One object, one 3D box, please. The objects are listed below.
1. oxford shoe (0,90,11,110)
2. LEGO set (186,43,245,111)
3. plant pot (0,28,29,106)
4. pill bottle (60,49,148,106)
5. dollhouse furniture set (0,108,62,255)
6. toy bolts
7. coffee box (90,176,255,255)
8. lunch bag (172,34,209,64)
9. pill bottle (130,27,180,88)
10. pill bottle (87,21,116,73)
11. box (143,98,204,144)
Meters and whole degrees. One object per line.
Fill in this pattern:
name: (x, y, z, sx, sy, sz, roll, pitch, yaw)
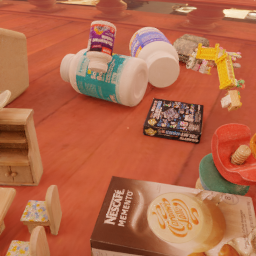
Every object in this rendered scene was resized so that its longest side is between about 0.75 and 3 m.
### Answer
oxford shoe: (-2.743, -0.336, 5.363, 0.457, 0.351, 1.216, 3, 49, 52)
LEGO set: (2.694, -1.589, 7.739, 0.978, 1.208, 2.627, 3, 38, -25)
plant pot: (-5.057, -2.228, 9.462, 2.932, 2.928, 2.596, 21, 30, 27)
pill bottle: (-0.883, -1.822, 9.718, 2.910, 1.612, 1.612, 16, 38, 21)
dollhouse furniture set: (-2.636, 1.093, 5.257, 2.596, 1.839, 2.826, 1, 33, 1)
toy bolts: (2.748, 1.105, 5.621, 2.692, 1.867, 2.572, -4, 53, -15)
coffee box: (0.794, 1.877, 4.894, 2.589, 1.032, 1.480, 7, 35, 9)
lunch bag: (2.751, -3.458, 12.632, 1.522, 1.060, 1.276, 30, 56, 34)
pill bottle: (1.045, -2.794, 11.101, 1.642, 1.642, 2.931, -4, 35, -6)
pill bottle: (-0.828, -2.425, 8.477, 0.773, 1.388, 0.773, 8, -1, 0)
box: (1.423, -0.273, 8.544, 1.659, 0.415, 1.672, 8, 36, 12)
